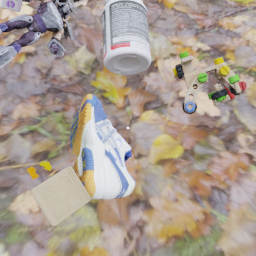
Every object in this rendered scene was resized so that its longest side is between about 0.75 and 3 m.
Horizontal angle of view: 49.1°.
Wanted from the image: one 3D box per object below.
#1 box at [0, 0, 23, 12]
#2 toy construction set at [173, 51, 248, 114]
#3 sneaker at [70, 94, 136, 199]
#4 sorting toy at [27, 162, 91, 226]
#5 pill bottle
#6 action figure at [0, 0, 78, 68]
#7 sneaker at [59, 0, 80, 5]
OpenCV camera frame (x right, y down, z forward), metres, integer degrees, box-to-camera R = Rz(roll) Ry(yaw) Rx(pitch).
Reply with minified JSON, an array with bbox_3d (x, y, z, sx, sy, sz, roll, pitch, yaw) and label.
[{"bbox_3d":[-2.733,-4.278,7.050,0.531,2.745,0.569,2,54,-34],"label":"box"},{"bbox_3d":[0.956,-0.620,3.336,0.919,0.767,0.706,-14,81,-56],"label":"toy construction set"},{"bbox_3d":[-0.412,0.282,4.502,0.874,0.746,1.983,14,44,-25],"label":"sneaker"},{"bbox_3d":[-0.884,0.735,3.465,0.563,0.101,0.756,-32,90,-25],"label":"sorting toy"},{"bbox_3d":[-0.055,-2.310,6.548,1.077,1.077,1.892,-2,73,-1],"label":"pill bottle"},{"bbox_3d":[-1.752,-1.812,5.091,2.071,1.347,0.718,-37,29,-20],"label":"action figure"},{"bbox_3d":[-1.194,-3.238,5.776,0.982,2.455,0.905,-37,105,-3],"label":"sneaker"}]
